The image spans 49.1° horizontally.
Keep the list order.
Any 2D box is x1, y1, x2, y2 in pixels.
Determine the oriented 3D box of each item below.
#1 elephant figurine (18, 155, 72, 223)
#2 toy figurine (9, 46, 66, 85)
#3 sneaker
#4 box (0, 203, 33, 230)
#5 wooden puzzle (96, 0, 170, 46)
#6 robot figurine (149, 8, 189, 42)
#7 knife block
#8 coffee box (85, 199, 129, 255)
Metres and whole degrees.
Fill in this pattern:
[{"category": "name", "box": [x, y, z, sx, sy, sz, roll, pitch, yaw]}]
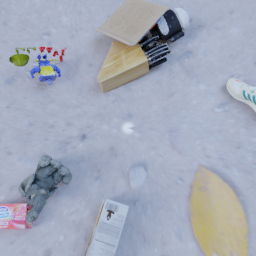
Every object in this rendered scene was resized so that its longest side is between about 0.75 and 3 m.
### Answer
[{"category": "elephant figurine", "box": [-2.002, 1.356, 6.358, 0.966, 1.059, 1.365, 28, 69, 11]}, {"category": "toy figurine", "box": [-2.258, -1.585, 7.441, 1.479, 0.780, 0.886, -12, 82, -38]}, {"category": "sneaker", "box": [3.400, -0.914, 7.386, 0.590, 0.784, 1.677, -32, 66, -25]}, {"category": "box", "box": [-2.818, 2.056, 6.485, 1.110, 0.526, 0.570, -1, 69, 0]}, {"category": "wooden puzzle", "box": [0.135, -2.985, 7.910, 1.655, 0.383, 1.532, -46, 54, -12]}, {"category": "robot figurine", "box": [1.221, -3.018, 8.257, 1.164, 0.727, 0.875, -26, 110, 9]}, {"category": "knife block", "box": [0.234, -1.748, 7.792, 1.656, 0.604, 1.887, 16, 70, 15]}, {"category": "coffee box", "box": [-0.499, 2.363, 6.184, 0.573, 0.822, 1.437, 19, 70, -2]}]
